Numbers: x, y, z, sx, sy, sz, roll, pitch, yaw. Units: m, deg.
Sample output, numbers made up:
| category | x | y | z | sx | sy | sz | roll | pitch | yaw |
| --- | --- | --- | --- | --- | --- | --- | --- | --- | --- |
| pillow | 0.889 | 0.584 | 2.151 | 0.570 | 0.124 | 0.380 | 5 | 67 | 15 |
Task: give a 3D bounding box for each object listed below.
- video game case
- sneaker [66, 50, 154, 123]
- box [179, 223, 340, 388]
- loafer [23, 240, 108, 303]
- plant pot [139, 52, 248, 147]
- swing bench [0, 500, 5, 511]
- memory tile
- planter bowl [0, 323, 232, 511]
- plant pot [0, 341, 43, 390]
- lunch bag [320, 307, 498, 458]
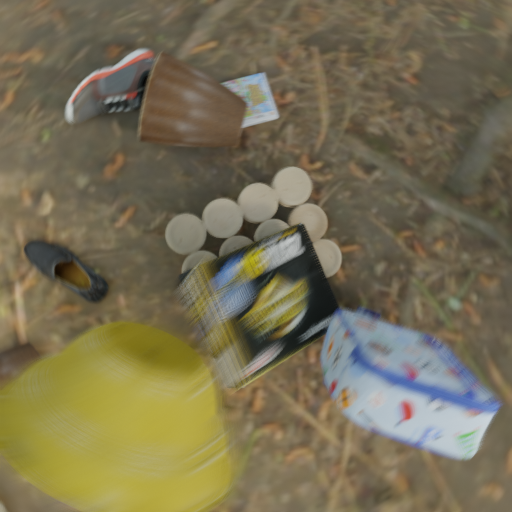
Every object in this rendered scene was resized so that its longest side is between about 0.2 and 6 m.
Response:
| category | x | y | z | sx | sy | sz | roll | pitch | yaw |
| --- | --- | --- | --- | --- | --- | --- | --- | --- | --- |
| video game case | -0.179 | -3.216 | 11.638 | 0.989 | 0.120 | 1.087 | -16 | 74 | -5 |
| sneaker | -2.799 | -3.277 | 11.319 | 2.174 | 0.838 | 0.890 | -39 | 84 | -10 |
| box | 0.169 | 0.750 | 9.405 | 2.489 | 0.614 | 1.987 | -24 | 90 | -37 |
| loafer | -3.580 | 0.188 | 10.370 | 1.824 | 0.659 | 0.664 | 28 | 77 | 9 |
| plant pot | -1.140 | -2.813 | 10.841 | 1.840 | 1.720 | 1.720 | 14 | 74 | -6 |
| swing bench | -4.583 | 5.028 | 8.753 | 1.694 | 1.099 | 1.685 | -32 | 76 | -9 |
| memory tile | -0.010 | -0.154 | 10.368 | 2.932 | 0.246 | 2.247 | -25 | 91 | -11 |
| planter bowl | -1.752 | 1.985 | 8.152 | 3.615 | 3.615 | 1.506 | 24 | 99 | 7 |
| plant pot | -4.278 | 1.994 | 9.802 | 1.008 | 0.943 | 0.943 | -39 | 77 | -24 |
| lunch bag | 2.220 | 1.781 | 8.524 | 2.306 | 2.877 | 1.087 | 17 | 102 | -2 |
